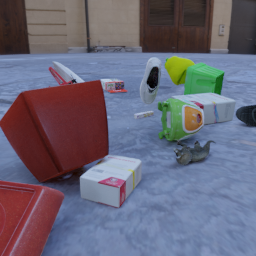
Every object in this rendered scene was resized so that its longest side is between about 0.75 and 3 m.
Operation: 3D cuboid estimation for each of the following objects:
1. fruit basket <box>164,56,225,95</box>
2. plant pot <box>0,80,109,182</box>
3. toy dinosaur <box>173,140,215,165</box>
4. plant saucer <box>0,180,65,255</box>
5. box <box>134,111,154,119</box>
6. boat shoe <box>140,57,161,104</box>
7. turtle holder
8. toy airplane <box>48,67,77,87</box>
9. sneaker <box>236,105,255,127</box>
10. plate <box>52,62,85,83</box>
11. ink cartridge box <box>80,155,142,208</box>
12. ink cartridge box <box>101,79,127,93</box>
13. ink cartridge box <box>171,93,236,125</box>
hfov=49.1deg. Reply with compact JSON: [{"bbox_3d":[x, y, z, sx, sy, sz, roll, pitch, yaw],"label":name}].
[{"bbox_3d":[3.054,-2.323,13.756,3.063,2.210,3.063,3,20,-1],"label":"fruit basket"},{"bbox_3d":[-1.579,0.169,6.675,1.994,1.757,1.992,-18,-6,-41],"label":"plant pot"},{"bbox_3d":[1.827,0.700,7.818,1.552,0.597,0.794,-1,30,-21],"label":"toy dinosaur"},{"bbox_3d":[-2.472,1.567,4.071,2.450,0.450,2.455,6,35,4],"label":"plant saucer"},{"bbox_3d":[0.679,-0.553,11.776,0.936,0.194,0.181,-12,22,-33],"label":"box"},{"bbox_3d":[0.796,-1.455,9.437,0.643,1.787,0.612,12,41,-6],"label":"boat shoe"},{"bbox_3d":[1.694,-0.199,9.268,1.328,1.870,1.420,-2,64,-5],"label":"turtle holder"},{"bbox_3d":[-2.312,-1.334,9.892,1.700,1.700,0.313,9,35,24],"label":"toy airplane"},{"bbox_3d":[5.160,-0.506,10.965,2.238,0.850,1.016,3,8,-13],"label":"sneaker"},{"bbox_3d":[-2.004,-1.539,11.067,2.024,2.028,0.328,39,70,17],"label":"plate"},{"bbox_3d":[-0.336,1.139,6.319,0.943,0.542,1.300,8,21,22],"label":"ink cartridge box"},{"bbox_3d":[-0.870,-2.630,17.224,1.158,0.535,2.125,-7,19,-19],"label":"ink cartridge box"},{"bbox_3d":[2.995,-0.789,11.340,2.104,0.871,1.533,-7,21,-23],"label":"ink cartridge box"}]
